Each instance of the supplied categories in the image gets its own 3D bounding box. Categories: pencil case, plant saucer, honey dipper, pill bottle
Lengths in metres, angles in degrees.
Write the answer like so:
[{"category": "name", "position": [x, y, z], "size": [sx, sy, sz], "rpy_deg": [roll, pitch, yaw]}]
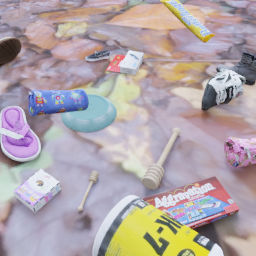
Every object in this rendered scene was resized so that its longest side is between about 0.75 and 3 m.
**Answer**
[{"category": "pencil case", "position": [-0.898, -0.347, 3.594], "size": [0.774, 0.302, 0.336], "rpy_deg": [-8, 69, -36]}, {"category": "plant saucer", "position": [-1.255, -0.585, 8.981], "size": [1.794, 0.322, 1.794], "rpy_deg": [0, 42, 0]}, {"category": "honey dipper", "position": [0.990, 0.684, 7.531], "size": [0.432, 0.432, 2.275], "rpy_deg": [17, 44, 18]}, {"category": "honey dipper", "position": [-0.981, 1.528, 6.781], "size": [0.208, 0.208, 1.093], "rpy_deg": [11, 47, 12]}, {"category": "pencil case", "position": [3.583, 0.562, 7.312], "size": [2.015, 0.834, 0.872], "rpy_deg": [-4, 29, -7]}, {"category": "pill bottle", "position": [0.746, 2.388, 4.907], "size": [2.506, 1.432, 1.432], "rpy_deg": [26, 48, 25]}]

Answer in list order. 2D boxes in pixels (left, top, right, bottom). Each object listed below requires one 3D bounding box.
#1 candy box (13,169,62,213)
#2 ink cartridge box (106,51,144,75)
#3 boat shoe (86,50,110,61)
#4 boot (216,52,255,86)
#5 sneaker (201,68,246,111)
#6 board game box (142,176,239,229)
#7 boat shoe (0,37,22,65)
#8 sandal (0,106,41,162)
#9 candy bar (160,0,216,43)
[{"category": "candy box", "position": [-2.154, 1.483, 6.726], "size": [0.710, 0.303, 0.846], "rpy_deg": [27, 49, 26]}, {"category": "ink cartridge box", "position": [-0.109, -2.679, 11.280], "size": [1.210, 0.307, 1.373], "rpy_deg": [11, 43, 11]}, {"category": "boat shoe", "position": [-1.256, -3.039, 11.629], "size": [1.055, 0.358, 0.379], "rpy_deg": [-11, 44, -12]}, {"category": "boot", "position": [4.116, -2.332, 10.338], "size": [1.602, 1.055, 0.559], "rpy_deg": [26, 50, 26]}, {"category": "sneaker", "position": [3.237, -1.272, 9.305], "size": [1.057, 0.885, 2.388], "rpy_deg": [24, 48, 27]}, {"category": "board game box", "position": [1.430, 1.792, 6.480], "size": [1.972, 0.192, 1.015], "rpy_deg": [-14, 43, -15]}, {"category": "boat shoe", "position": [-5.420, -2.914, 11.090], "size": [0.956, 0.954, 2.584], "rpy_deg": [15, 44, 24]}, {"category": "sandal", "position": [-3.274, 0.042, 8.078], "size": [0.995, 0.601, 2.445], "rpy_deg": [-22, 47, -23]}, {"category": "candy bar", "position": [1.468, -2.744, 6.955], "size": [0.437, 0.194, 1.751], "rpy_deg": [-33, 72, -20]}]
